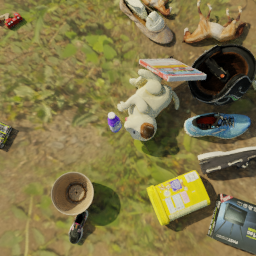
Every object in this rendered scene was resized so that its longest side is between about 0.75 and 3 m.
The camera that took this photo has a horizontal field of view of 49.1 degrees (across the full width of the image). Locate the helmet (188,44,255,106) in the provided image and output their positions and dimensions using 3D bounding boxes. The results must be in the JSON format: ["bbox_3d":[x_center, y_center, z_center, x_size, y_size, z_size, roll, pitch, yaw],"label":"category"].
[{"bbox_3d":[3.522,-1.955,10.459,2.207,2.314,2.314,-18,75,-46],"label":"helmet"}]

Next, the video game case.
[{"bbox_3d":[1.499,-2.064,9.783,1.495,2.091,0.182,-7,120,-23],"label":"video game case"}]

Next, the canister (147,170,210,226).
[{"bbox_3d":[1.838,2.512,10.229,1.924,0.833,1.429,-21,79,-6],"label":"canister"}]

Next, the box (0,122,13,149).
[{"bbox_3d":[-5.308,0.157,11.014,1.213,0.269,0.972,23,78,5],"label":"box"}]

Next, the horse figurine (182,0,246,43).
[{"bbox_3d":[3.726,-4.289,11.728,2.676,0.668,1.774,10,89,-3],"label":"horse figurine"}]

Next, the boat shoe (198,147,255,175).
[{"bbox_3d":[3.966,1.191,10.445,2.605,0.962,0.786,-9,78,1],"label":"boat shoe"}]

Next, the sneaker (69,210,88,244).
[{"bbox_3d":[-1.854,3.561,10.143,0.503,0.541,1.253,14,79,4],"label":"sneaker"}]

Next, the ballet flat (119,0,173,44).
[{"bbox_3d":[0.723,-4.616,11.685,2.864,0.963,0.975,39,80,7],"label":"ballet flat"}]

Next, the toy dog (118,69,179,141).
[{"bbox_3d":[0.663,-0.656,10.690,2.262,1.628,2.333,24,78,-21],"label":"toy dog"}]

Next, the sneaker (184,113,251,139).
[{"bbox_3d":[3.471,-0.109,10.629,2.496,1.123,0.978,-5,78,-1],"label":"sneaker"}]

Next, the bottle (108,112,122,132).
[{"bbox_3d":[-0.473,-0.209,9.560,0.323,0.988,0.413,38,74,22],"label":"bottle"}]

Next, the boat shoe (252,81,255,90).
[{"bbox_3d":[5.501,-1.403,11.254,0.381,0.456,1.276,-24,75,0],"label":"boat shoe"}]

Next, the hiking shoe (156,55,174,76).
[{"bbox_3d":[1.466,-2.572,11.466,0.398,0.529,1.051,39,81,8],"label":"hiking shoe"}]

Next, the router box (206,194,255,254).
[{"bbox_3d":[4.145,3.486,10.087,2.173,0.675,1.628,18,78,4],"label":"router box"}]

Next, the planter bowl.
[{"bbox_3d":[-1.927,2.355,10.174,1.467,0.987,1.467,0,78,0],"label":"planter bowl"}]

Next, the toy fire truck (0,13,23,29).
[{"bbox_3d":[-5.169,-4.689,12.064,1.038,0.253,0.732,-39,81,-8],"label":"toy fire truck"}]

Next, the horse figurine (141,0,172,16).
[{"bbox_3d":[1.163,-5.611,12.147,1.753,0.438,1.162,20,84,-3],"label":"horse figurine"}]
